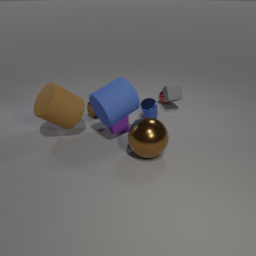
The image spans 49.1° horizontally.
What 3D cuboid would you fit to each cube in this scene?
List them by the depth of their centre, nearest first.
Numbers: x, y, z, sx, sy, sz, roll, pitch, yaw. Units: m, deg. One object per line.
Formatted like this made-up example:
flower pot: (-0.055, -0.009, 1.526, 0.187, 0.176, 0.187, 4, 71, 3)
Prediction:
cube: (-0.423, -0.267, 11.488, 0.700, 0.700, 0.700, -12, 30, -20)
cube: (2.093, -1.634, 13.212, 0.700, 0.700, 0.700, -7, -2, -10)

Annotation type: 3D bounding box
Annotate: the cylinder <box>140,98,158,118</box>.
cylinder: (0.945, -0.841, 12.355, 0.700, 0.700, 0.700, -7, 50, 8)

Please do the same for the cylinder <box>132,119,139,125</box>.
cylinder: (0.501, 0.117, 10.776, 0.700, 0.700, 0.700, -1, 28, -3)

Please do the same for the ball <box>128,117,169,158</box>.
ball: (0.693, 0.329, 9.618, 1.400, 1.400, 1.400, 0, 28, 0)

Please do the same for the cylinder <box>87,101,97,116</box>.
cylinder: (-1.357, -0.913, 12.563, 0.700, 0.700, 0.700, 25, 25, 39)

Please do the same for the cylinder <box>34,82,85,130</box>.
cylinder: (-2.630, -0.820, 10.737, 1.400, 1.400, 1.400, 29, 6, -41)

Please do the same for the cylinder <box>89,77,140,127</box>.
cylinder: (-0.507, -0.976, 10.490, 1.400, 1.400, 1.400, -34, 39, -18)

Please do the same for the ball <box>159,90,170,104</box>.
ball: (1.876, -1.554, 13.901, 0.700, 0.700, 0.700, 0, 28, 0)
